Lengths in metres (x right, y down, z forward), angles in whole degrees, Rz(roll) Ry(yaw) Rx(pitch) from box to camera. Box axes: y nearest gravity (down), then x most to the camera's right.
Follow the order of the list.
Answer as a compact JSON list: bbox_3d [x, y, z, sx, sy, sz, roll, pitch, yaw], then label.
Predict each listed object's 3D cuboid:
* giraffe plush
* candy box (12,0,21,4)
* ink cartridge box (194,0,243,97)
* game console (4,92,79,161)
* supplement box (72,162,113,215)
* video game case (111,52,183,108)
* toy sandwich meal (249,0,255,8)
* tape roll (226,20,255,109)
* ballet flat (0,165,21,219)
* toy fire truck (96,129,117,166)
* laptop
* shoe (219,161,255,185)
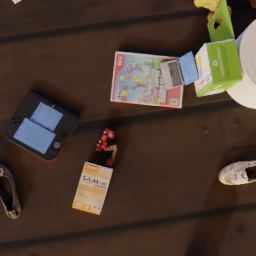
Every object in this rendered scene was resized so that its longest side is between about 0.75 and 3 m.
[{"bbox_3d":[2.984,-3.998,9.329,1.159,1.343,1.089,-37,121,-18],"label":"giraffe plush"},{"bbox_3d":[-3.724,-4.854,9.690,0.947,0.289,0.646,-34,86,-2],"label":"candy box"},{"bbox_3d":[2.561,-2.367,8.695,0.921,1.797,2.431,-10,86,-1],"label":"ink cartridge box"},{"bbox_3d":[-2.875,-0.034,9.263,1.986,0.308,1.757,29,86,2],"label":"game console"},{"bbox_3d":[-1.118,1.907,8.967,0.918,0.535,1.456,15,85,1],"label":"supplement box"},{"bbox_3d":[0.683,-1.630,9.449,2.375,0.207,1.698,6,85,1],"label":"video game case"},{"bbox_3d":[4.298,-5.533,9.423,2.867,0.982,2.867,-1,84,8],"label":"toy sandwich meal"},{"bbox_3d":[4.413,-2.001,8.678,2.612,1.794,2.612,0,85,-1],"label":"tape roll"},{"bbox_3d":[-3.932,2.043,9.015,0.615,0.423,1.827,-21,85,-2],"label":"ballet flat"},{"bbox_3d":[-0.643,0.639,9.222,0.752,0.260,1.066,28,84,2],"label":"toy fire truck"},{"bbox_3d":[1.634,-1.842,9.073,1.015,0.588,0.950,-13,84,-1],"label":"laptop"},{"bbox_3d":[3.914,1.384,9.023,1.951,0.521,0.682,-14,85,-1],"label":"shoe"}]
